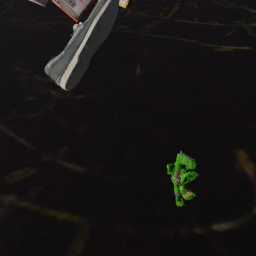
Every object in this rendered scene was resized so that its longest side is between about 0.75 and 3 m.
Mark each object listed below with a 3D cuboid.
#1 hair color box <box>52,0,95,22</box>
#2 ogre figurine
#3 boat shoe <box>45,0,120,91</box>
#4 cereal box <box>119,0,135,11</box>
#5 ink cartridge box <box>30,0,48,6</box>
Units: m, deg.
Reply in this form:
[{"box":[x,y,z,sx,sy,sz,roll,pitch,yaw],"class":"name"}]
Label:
[{"box":[-1.305,-4.300,8.413,0.984,0.594,1.938,38,79,-15],"class":"hair color box"},{"box":[0.993,0.858,5.096,0.499,1.017,0.610,-15,34,1],"class":"ogre figurine"},{"box":[-1.117,-2.207,6.769,0.808,0.952,2.615,32,94,10],"class":"boat shoe"},{"box":[-0.228,-3.925,7.675,0.269,0.978,1.359,0,33,-50],"class":"cereal box"},{"box":[-2.803,-4.608,8.556,1.015,1.390,0.586,29,13,24],"class":"ink cartridge box"}]
